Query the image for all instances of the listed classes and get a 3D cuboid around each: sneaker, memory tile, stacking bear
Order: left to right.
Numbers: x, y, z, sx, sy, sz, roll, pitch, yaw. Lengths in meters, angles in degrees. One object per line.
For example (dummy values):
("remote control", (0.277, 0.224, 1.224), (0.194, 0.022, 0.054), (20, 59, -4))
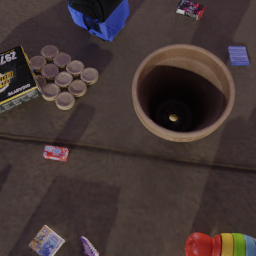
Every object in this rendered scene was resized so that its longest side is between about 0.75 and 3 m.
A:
("memory tile", (-2.913, -2.125, 11.478), (2.951, 0.248, 2.262), (32, 67, 15))
("sneaker", (-1.229, 3.648, 8.475), (0.337, 0.306, 0.762), (-40, 70, -11))
("stacking bear", (2.837, 3.660, 7.961), (2.407, 1.462, 1.369), (9, 58, 12))

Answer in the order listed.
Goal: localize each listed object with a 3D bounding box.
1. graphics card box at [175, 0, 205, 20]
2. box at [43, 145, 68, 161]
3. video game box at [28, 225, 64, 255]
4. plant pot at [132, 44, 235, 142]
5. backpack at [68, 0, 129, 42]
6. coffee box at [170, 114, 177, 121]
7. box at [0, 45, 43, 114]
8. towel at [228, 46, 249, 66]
("graphics card box", (2.931, -5.606, 13.251), (1.193, 0.303, 0.748), (24, 66, 13))
("box", (-2.527, 0.885, 9.830), (0.778, 0.371, 0.388), (9, 66, 3))
("video game box", (-2.492, 3.531, 8.587), (0.807, 0.189, 0.735), (31, 64, 15))
("plant pot", (1.556, -0.698, 8.687), (2.827, 2.465, 2.827), (-1, 70, 3))
("backpack", (-1.358, -4.879, 11.950), (2.271, 1.906, 1.845), (31, 70, 16))
("coffee box", (2.069, -0.316, 10.266), (1.303, 0.745, 0.519), (27, 65, 12))
("box", (-5.016, -1.701, 10.848), (2.820, 0.696, 2.252), (-25, 65, -5))
("towel", (4.765, -3.121, 12.064), (0.767, 0.126, 1.060), (1, 62, 0))
